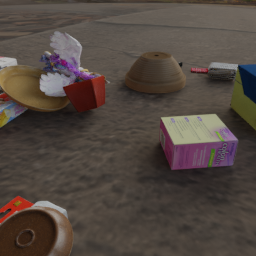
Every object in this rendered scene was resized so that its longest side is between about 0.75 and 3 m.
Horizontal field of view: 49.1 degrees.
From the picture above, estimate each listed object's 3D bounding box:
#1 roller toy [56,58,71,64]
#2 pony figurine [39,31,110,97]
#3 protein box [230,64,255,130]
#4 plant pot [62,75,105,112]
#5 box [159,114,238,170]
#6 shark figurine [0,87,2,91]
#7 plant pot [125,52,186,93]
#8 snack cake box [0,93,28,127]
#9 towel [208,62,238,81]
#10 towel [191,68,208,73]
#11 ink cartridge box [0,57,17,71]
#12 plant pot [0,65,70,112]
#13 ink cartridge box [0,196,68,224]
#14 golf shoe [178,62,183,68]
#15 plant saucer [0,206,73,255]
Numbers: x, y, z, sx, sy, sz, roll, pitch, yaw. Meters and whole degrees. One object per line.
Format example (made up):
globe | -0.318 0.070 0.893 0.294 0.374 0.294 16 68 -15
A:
roller toy | -2.934 -3.094 13.547 0.961 0.876 0.671 18 34 28
pony figurine | -2.345 -2.327 10.979 2.660 2.295 2.756 12 10 -44
protein box | 5.063 -1.010 9.097 2.366 1.596 2.349 -4 30 -7
plant pot | -1.394 -1.153 9.683 1.129 0.995 1.128 -10 13 21
box | 1.805 0.334 7.543 1.646 0.796 1.448 -4 30 -6
shark figurine | -4.935 -2.132 12.164 1.800 0.751 1.075 -23 70 -22
plant pot | 1.206 -2.580 12.283 2.701 1.247 2.701 -1 29 0
snack cake box | -4.316 -0.605 9.455 0.954 0.557 1.658 8 30 17
towel | 4.457 -2.671 13.162 1.308 0.560 1.083 10 29 20
towel | 3.577 -2.892 13.996 0.838 0.094 0.606 6 29 11
ink cartridge box | -6.206 -2.627 12.803 1.351 0.787 1.867 11 31 19
plant pot | -3.365 -1.396 10.164 2.580 0.355 2.580 23 32 -16
ink cartridge box | -2.085 1.792 5.421 1.436 0.360 1.165 18 34 24
golf shoe | 2.496 -3.225 14.370 0.378 0.311 0.801 25 37 37
plant saucer | -1.747 1.966 4.851 1.548 0.283 1.548 -3 42 3
